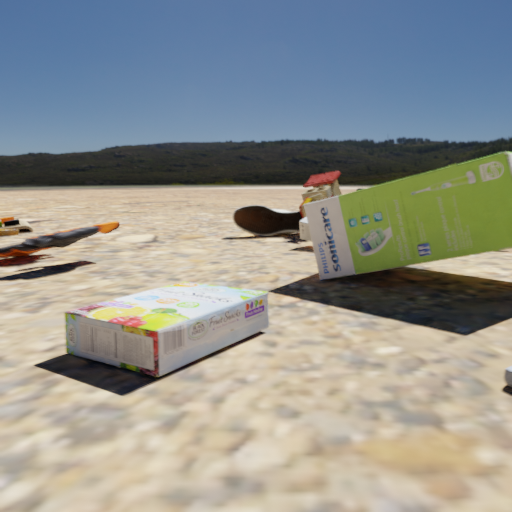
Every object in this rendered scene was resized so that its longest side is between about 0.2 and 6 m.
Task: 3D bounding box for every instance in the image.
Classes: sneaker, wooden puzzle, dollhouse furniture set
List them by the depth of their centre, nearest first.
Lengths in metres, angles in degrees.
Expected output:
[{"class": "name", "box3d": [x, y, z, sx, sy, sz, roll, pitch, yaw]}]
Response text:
[{"class": "sneaker", "box3d": [0.339, -0.793, 13.547, 2.002, 0.729, 0.847, 5, -3, -16]}, {"class": "dollhouse furniture set", "box3d": [1.516, -1.155, 13.590, 0.832, 1.101, 2.046, -6, 26, 31]}, {"class": "wooden puzzle", "box3d": [-6.667, -0.780, 14.278, 1.889, 0.327, 2.799, -6, 10, -33]}]

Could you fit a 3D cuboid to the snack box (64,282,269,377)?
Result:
[{"class": "snack box", "box3d": [-0.777, 0.602, 5.213, 1.134, 0.422, 1.594, 6, 11, 34]}]

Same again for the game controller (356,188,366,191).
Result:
[{"class": "game controller", "box3d": [3.142, -1.166, 13.961, 0.564, 1.397, 2.678, -40, 5, 5]}]

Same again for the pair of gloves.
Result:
[{"class": "pair of gloves", "box3d": [-3.596, -0.189, 9.488, 2.146, 0.265, 1.912, -12, 4, 29]}]

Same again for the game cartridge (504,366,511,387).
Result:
[{"class": "game cartridge", "box3d": [2.328, 0.914, 4.138, 0.881, 0.178, 0.588, -3, 13, -19]}]

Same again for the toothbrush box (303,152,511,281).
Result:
[{"class": "toothbrush box", "box3d": [2.447, -0.561, 8.114, 2.810, 1.210, 2.046, -11, 2, 32]}]

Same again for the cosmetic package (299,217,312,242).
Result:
[{"class": "cosmetic package", "box3d": [1.514, -0.508, 11.258, 1.172, 0.418, 0.594, 17, 36, 35]}]
